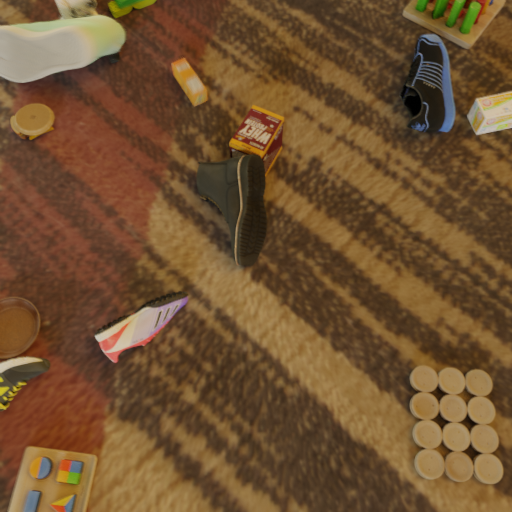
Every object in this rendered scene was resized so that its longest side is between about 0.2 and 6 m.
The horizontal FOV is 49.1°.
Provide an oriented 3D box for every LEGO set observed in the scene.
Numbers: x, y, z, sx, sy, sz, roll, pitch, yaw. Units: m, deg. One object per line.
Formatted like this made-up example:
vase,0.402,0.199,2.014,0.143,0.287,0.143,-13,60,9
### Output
LEGO set,-3.308,-7.287,13.970,4.249,1.744,1.621,-27,69,-11

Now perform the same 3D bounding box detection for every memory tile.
memory tile,3.616,3.054,10.251,1.554,0.170,2.028,3,67,1

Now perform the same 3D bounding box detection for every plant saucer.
plant saucer,-4.810,1.421,10.945,1.233,0.225,1.233,0,65,0

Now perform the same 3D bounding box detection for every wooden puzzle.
wooden puzzle,-3.564,4.027,9.739,1.340,0.310,1.241,6,67,3

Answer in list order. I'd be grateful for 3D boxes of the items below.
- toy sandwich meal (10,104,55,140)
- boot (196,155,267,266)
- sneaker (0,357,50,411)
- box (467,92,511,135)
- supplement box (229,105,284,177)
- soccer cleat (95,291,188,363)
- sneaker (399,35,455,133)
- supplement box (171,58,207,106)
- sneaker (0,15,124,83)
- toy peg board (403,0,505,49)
toy sandwich meal,-5.122,-3.073,12.903,0.992,0.340,0.992,1,65,-3
boot,-0.612,-0.950,11.793,1.558,0.873,2.253,4,88,36
sneaker,-4.650,2.452,10.305,1.911,0.711,0.808,-21,74,0
box,5.544,-3.278,12.805,1.133,0.637,0.574,-13,66,-4
supplement box,0.018,-2.392,12.138,0.748,1.127,1.112,25,68,11
soccer cleat,-2.111,1.319,10.854,1.932,0.659,0.707,-28,98,-20
sneaker,3.854,-4.059,12.994,1.024,0.922,2.630,0,67,-8
supplement box,-1.586,-4.137,13.327,0.399,0.386,1.160,-26,69,-13
sneaker,-4.787,-5.027,13.485,3.376,1.242,1.991,6,31,23
toy peg board,5.100,-6.550,14.086,1.946,0.952,1.937,35,71,14
